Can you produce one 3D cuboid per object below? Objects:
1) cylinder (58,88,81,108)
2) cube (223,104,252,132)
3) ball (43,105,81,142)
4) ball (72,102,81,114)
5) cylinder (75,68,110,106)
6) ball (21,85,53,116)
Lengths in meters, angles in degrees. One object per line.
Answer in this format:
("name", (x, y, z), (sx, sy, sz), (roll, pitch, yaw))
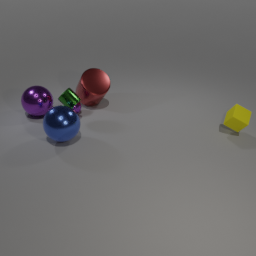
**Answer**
("cylinder", (-2.457, -1.217, 11.778), (0.700, 0.700, 0.700), (45, 32, -10))
("cube", (4.358, -0.392, 11.161), (0.700, 0.700, 0.700), (29, 60, -2))
("ball", (-2.519, -0.164, 10.672), (1.400, 1.400, 1.400), (0, 30, 0))
("ball", (-2.514, -0.970, 12.978), (0.700, 0.700, 0.700), (0, 30, 0))
("cylinder", (-1.701, -1.930, 13.423), (1.400, 1.400, 1.400), (7, 70, -20))
("ball", (-4.102, -1.223, 12.689), (1.400, 1.400, 1.400), (0, 30, 0))
